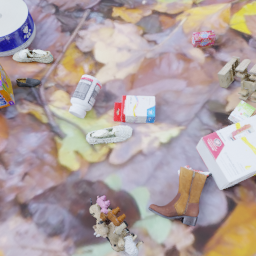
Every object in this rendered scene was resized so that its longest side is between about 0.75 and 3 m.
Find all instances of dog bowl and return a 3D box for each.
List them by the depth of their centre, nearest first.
[{"bbox_3d":[-5.855,-4.746,12.909,2.894,1.140,2.894,0,63,0],"label":"dog bowl"}]

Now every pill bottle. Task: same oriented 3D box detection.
[{"bbox_3d":[-1.730,-1.226,11.150,0.882,0.882,1.593,20,76,10],"label":"pill bottle"}]

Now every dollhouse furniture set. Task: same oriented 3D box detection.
[{"bbox_3d":[4.781,-2.114,11.330,1.184,1.563,1.783,-45,44,-19],"label":"dollhouse furniture set"}]

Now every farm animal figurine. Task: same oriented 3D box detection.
[{"bbox_3d":[-0.589,3.121,8.752,0.982,1.884,1.863,-36,96,-20],"label":"farm animal figurine"}]

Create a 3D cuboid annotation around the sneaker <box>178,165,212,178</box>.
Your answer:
[{"bbox_3d":[2.365,1.586,10.007,1.151,0.384,0.617,-16,66,-5],"label":"sneaker"}]

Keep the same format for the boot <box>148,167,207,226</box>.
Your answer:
[{"bbox_3d":[1.666,2.168,9.352,1.701,0.618,1.806,13,76,6],"label":"boot"}]

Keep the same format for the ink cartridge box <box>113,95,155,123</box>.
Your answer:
[{"bbox_3d":[0.242,-0.750,11.136,1.645,0.553,0.956,2,62,2],"label":"ink cartridge box"}]

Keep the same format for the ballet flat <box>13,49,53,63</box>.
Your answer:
[{"bbox_3d":[-4.262,-3.279,12.456,1.852,0.577,0.624,3,62,2],"label":"ballet flat"}]

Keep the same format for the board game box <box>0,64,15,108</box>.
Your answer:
[{"bbox_3d":[-5.495,-1.641,11.142,1.345,1.346,1.344,-17,64,-8],"label":"board game box"}]

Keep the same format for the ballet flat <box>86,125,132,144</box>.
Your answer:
[{"bbox_3d":[-0.685,0.240,10.605,1.824,0.655,0.655,-12,63,-7],"label":"ballet flat"}]

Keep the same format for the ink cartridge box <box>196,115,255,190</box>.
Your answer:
[{"bbox_3d":[4.040,0.814,10.031,2.508,1.046,1.820,-21,64,-11],"label":"ink cartridge box"}]

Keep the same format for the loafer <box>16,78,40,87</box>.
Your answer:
[{"bbox_3d":[-4.245,-1.960,11.883,1.001,0.362,0.364,-6,62,-3],"label":"loafer"}]

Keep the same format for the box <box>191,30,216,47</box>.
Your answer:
[{"bbox_3d":[3.483,-4.119,12.940,1.000,0.499,0.478,-9,63,-5],"label":"box"}]

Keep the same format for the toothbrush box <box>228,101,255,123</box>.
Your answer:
[{"bbox_3d":[4.529,-0.565,11.144,0.639,0.378,0.877,37,69,18],"label":"toothbrush box"}]
